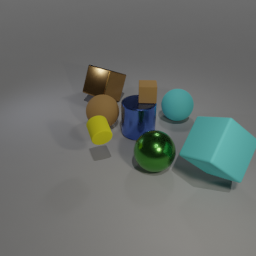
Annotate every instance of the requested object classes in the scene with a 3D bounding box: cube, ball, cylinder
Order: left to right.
[{"bbox_3d":[-0.938,0.074,9.128,0.700,0.700,0.700,-11,52,-18],"label":"cylinder"},{"bbox_3d":[-1.066,-0.705,11.783,1.400,1.400,1.400,0,31,0],"label":"ball"},{"bbox_3d":[-1.165,-2.209,13.889,1.400,1.400,1.400,22,12,32],"label":"cube"},{"bbox_3d":[0.429,-0.438,11.374,1.400,1.400,1.400,0,31,0],"label":"cylinder"},{"bbox_3d":[0.766,-1.423,10.950,0.700,0.700,0.700,1,31,2],"label":"cube"},{"bbox_3d":[0.889,0.770,9.359,1.400,1.400,1.400,0,31,0],"label":"ball"},{"bbox_3d":[2.163,-1.015,12.277,1.400,1.400,1.400,0,31,0],"label":"ball"},{"bbox_3d":[2.702,0.600,8.402,1.400,1.400,1.400,33,-11,-26],"label":"cube"}]
